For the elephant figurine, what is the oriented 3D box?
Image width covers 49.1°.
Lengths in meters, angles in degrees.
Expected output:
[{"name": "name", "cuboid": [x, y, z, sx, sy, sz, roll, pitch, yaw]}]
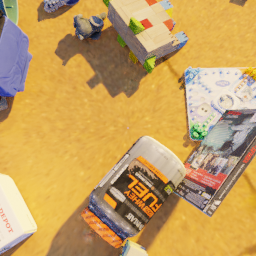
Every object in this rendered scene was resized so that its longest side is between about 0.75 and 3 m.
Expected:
[{"name": "elephant figurine", "cuboid": [-1.101, -3.280, 8.955, 1.185, 0.839, 0.920, -10, 102, -19]}]

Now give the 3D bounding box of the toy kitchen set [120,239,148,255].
[{"name": "toy kitchen set", "cuboid": [-0.321, 3.495, 6.638, 0.973, 1.323, 1.652, 23, 75, 6]}]

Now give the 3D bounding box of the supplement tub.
[{"name": "supplement tub", "cuboid": [0.126, 1.579, 7.077, 1.561, 1.561, 2.548, 39, 78, 10]}]

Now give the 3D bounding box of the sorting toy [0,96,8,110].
[{"name": "sorting toy", "cuboid": [-4.517, -0.917, 8.507, 1.529, 0.205, 1.139, -18, 74, -6]}]

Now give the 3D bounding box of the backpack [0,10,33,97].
[{"name": "backpack", "cuboid": [-4.097, -1.816, 7.628, 2.442, 2.049, 1.984, 7, 74, 12]}]

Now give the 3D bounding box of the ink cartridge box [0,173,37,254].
[{"name": "ink cartridge box", "cuboid": [-3.884, 2.520, 7.072, 2.443, 1.026, 1.777, -32, 76, -9]}]

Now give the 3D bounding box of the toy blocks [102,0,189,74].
[{"name": "toy blocks", "cuboid": [0.707, -3.275, 8.771, 1.880, 1.375, 2.751, -30, 76, -20]}]

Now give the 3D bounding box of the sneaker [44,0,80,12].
[{"name": "sneaker", "cuboid": [-2.309, -4.458, 9.381, 1.263, 0.510, 0.729, -22, 77, -5]}]

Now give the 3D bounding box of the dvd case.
[{"name": "dvd case", "cuboid": [2.286, 0.677, 6.962, 0.312, 2.069, 2.834, 38, 83, -12]}]

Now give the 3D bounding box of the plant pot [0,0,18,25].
[{"name": "plant pot", "cuboid": [-4.450, -3.954, 8.461, 1.759, 1.796, 1.796, -3, 74, -6]}]

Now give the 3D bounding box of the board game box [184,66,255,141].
[{"name": "board game box", "cuboid": [2.965, -0.801, 8.426, 2.329, 0.301, 2.329, -1, 74, -1]}]
